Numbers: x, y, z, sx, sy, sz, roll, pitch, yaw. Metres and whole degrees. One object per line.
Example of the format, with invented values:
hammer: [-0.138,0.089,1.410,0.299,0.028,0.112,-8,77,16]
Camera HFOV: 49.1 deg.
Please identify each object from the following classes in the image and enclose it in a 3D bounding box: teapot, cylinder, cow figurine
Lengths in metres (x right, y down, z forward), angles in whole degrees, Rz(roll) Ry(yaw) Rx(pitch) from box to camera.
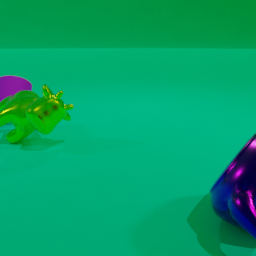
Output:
teapot: [1.558,0.694,3.150,0.976,1.239,1.993,39,34,21]
cylinder: [-3.136,-0.822,7.643,0.915,0.915,0.915,0,-17,0]
cow figurine: [-2.030,-0.403,6.047,1.698,0.947,1.726,-29,33,4]
